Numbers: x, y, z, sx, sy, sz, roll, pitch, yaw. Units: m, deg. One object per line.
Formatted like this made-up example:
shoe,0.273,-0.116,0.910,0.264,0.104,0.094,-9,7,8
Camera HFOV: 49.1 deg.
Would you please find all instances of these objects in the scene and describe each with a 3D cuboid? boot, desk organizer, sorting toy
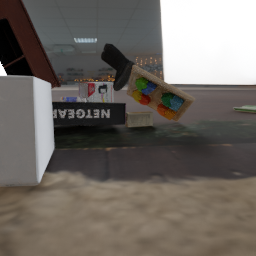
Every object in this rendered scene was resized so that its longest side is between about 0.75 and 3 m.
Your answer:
boot,-0.612,-2.528,11.573,1.680,1.384,0.551,44,20,27
desk organizer,-2.803,-2.149,6.885,1.118,2.904,1.041,-26,15,-13
sorting toy,0.945,-1.004,9.372,2.154,0.424,2.327,29,-14,4

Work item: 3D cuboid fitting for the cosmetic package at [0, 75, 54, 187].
cosmetic package,-2.752,-0.075,4.903,2.649,1.628,2.640,0,7,-11

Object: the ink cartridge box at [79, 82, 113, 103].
ink cartridge box,-1.616,-1.710,14.545,0.761,1.340,1.839,9,14,39

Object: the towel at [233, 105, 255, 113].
towel,6.048,-0.953,13.618,1.368,0.210,1.793,8,14,40

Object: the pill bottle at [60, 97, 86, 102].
pill bottle,-2.630,-1.169,13.511,1.200,0.672,0.672,0,11,-2

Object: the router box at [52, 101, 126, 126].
router box,-1.693,-0.472,8.922,2.852,0.728,2.127,-1,4,-17

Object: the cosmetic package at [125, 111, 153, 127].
cosmetic package,0.375,-0.305,9.517,0.929,0.488,0.330,-2,11,-20
